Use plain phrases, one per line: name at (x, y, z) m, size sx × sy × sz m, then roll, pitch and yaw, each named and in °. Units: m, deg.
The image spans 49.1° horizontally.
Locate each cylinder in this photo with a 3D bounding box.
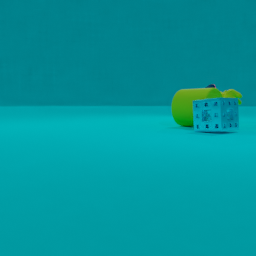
cylinder at (2.272, -0.658, 9.139) m, size 1.247 × 1.247 × 1.247 m, roll -5°, pitch 6°, yaw -44°

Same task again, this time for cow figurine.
cow figurine at (3.373, -1.048, 9.439) m, size 0.913 × 0.509 × 0.928 m, roll 49°, pitch -5°, yaw 31°

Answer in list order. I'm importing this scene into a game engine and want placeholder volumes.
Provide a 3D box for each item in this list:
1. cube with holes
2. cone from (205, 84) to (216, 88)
cube with holes at (2.361, -0.347, 7.528) m, size 0.845 × 0.845 × 0.845 m, roll -4°, pitch 2°, yaw -39°
cone at (3.625, -0.648, 11.310) m, size 1.644 × 1.638 × 1.638 m, roll 30°, pitch 0°, yaw -10°
